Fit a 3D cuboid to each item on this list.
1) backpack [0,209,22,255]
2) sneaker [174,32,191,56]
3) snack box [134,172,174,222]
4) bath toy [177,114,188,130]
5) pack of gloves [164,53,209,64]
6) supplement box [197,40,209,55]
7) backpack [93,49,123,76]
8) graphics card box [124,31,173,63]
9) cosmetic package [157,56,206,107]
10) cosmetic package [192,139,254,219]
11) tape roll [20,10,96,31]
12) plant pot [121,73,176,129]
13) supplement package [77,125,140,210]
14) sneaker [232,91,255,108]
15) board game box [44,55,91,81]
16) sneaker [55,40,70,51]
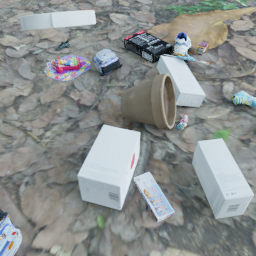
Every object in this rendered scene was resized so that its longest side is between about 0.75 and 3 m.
[{"bbox_3d":[-3.601,2.968,6.820,1.533,1.990,1.895,30,54,10],"label":"backpack"},{"bbox_3d":[2.957,-4.656,14.860,0.845,0.989,2.244,8,38,11],"label":"sneaker"},{"bbox_3d":[0.782,2.094,8.717,0.578,0.195,1.607,-18,48,-17],"label":"snack box"},{"bbox_3d":[2.189,-0.259,11.020,0.333,0.283,0.766,18,47,17],"label":"bath toy"},{"bbox_3d":[2.856,-3.477,13.590,1.457,0.342,1.734,2,17,-37],"label":"pack of gloves"},{"bbox_3d":[3.977,-4.281,14.932,0.343,0.442,0.801,22,50,20],"label":"supplement box"},{"bbox_3d":[-1.107,-3.255,13.614,1.250,0.963,1.191,-29,41,-23],"label":"backpack"},{"bbox_3d":[1.057,-4.368,14.918,1.448,0.587,2.307,-33,52,-29],"label":"graphics card box"},{"bbox_3d":[2.253,-2.111,12.416,1.187,0.728,2.876,5,42,-20],"label":"cosmetic package"},{"bbox_3d":[2.803,1.501,8.639,0.916,1.162,2.160,-7,47,-6],"label":"cosmetic package"},{"bbox_3d":[-2.326,-3.615,9.431,2.504,0.458,2.504,-4,20,2],"label":"tape roll"},{"bbox_3d":[0.747,-0.978,10.733,1.812,2.078,2.078,-1,42,22],"label":"plant pot"},{"bbox_3d":[-0.508,1.177,8.839,1.309,1.326,2.186,12,46,11],"label":"supplement package"},{"bbox_3d":[4.879,-1.102,11.759,0.747,0.455,1.144,-18,38,-20],"label":"sneaker"},{"bbox_3d":[-2.983,-3.154,13.805,1.814,0.447,2.296,30,52,27],"label":"board game box"},{"bbox_3d":[-3.576,-4.486,15.208,0.902,0.357,0.340,-32,55,-27],"label":"sneaker"}]
